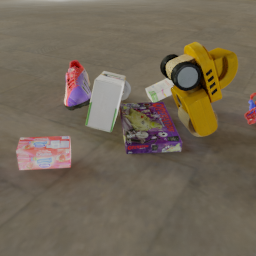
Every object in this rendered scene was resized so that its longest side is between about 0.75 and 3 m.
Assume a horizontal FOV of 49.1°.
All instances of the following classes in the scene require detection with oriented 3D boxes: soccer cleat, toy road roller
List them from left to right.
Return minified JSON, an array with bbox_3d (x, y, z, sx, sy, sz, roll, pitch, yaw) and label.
[{"bbox_3d":[-1.727,-1.444,9.248,0.954,1.024,2.798,-15,27,0],"label":"soccer cleat"},{"bbox_3d":[2.162,-1.183,7.894,1.816,2.488,1.529,-23,25,2],"label":"toy road roller"}]

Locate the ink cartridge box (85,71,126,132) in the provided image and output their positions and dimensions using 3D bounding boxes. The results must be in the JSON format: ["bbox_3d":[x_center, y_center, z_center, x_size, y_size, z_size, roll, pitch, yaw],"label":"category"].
[{"bbox_3d":[-0.611,-0.856,8.297,0.779,1.344,1.856,14,18,-2],"label":"ink cartridge box"}]

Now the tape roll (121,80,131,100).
[{"bbox_3d":[-0.315,-1.409,10.241,0.815,0.815,0.269,9,44,15],"label":"tape roll"}]

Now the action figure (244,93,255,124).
[{"bbox_3d":[4.162,-0.663,8.933,0.487,0.738,1.492,44,51,-9],"label":"action figure"}]

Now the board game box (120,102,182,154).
[{"bbox_3d":[0.587,-0.098,8.530,1.530,0.412,2.548,1,30,-7],"label":"board game box"}]

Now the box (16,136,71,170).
[{"bbox_3d":[-2.022,0.604,6.857,1.222,0.578,0.627,-2,28,-11],"label":"box"}]

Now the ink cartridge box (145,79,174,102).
[{"bbox_3d":[1.284,-1.422,10.343,1.115,0.375,0.653,-25,37,-1],"label":"ink cartridge box"}]
